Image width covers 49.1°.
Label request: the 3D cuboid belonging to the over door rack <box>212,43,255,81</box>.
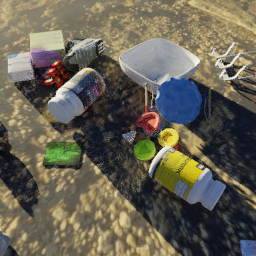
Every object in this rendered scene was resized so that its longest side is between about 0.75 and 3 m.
[{"bbox_3d":[5.629,-3.178,13.421,2.776,0.925,2.051,0,49,0],"label":"over door rack"}]

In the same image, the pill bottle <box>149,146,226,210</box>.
[{"bbox_3d":[1.877,1.611,8.904,2.202,1.226,1.226,31,55,23],"label":"pill bottle"}]

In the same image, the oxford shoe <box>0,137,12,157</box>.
[{"bbox_3d":[-4.926,0.581,10.357,1.361,0.495,0.575,23,48,4],"label":"oxford shoe"}]

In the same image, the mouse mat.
[{"bbox_3d":[-2.379,0.937,10.303,1.350,0.051,1.086,0,48,1],"label":"mouse mat"}]

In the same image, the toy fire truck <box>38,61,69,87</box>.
[{"bbox_3d":[-3.529,-2.421,12.946,1.171,0.782,1.394,-7,43,26],"label":"toy fire truck"}]

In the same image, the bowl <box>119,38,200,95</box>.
[{"bbox_3d":[1.412,-2.766,12.912,2.982,1.113,2.978,-34,57,-26],"label":"bowl"}]

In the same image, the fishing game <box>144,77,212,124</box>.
[{"bbox_3d":[2.022,-1.108,11.361,2.813,0.437,2.014,1,80,-9],"label":"fishing game"}]

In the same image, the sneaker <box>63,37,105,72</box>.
[{"bbox_3d":[-2.603,-3.756,13.962,1.682,1.093,2.913,21,41,24],"label":"sneaker"}]

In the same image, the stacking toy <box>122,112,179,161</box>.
[{"bbox_3d":[0.882,0.464,10.475,1.699,0.793,1.877,-36,52,-3],"label":"stacking toy"}]

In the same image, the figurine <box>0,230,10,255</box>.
[{"bbox_3d":[-4.153,3.136,7.047,0.855,1.937,1.985,28,53,23],"label":"figurine"}]

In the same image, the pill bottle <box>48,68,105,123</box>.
[{"bbox_3d":[-2.078,-1.326,11.469,1.351,1.351,2.321,24,53,20],"label":"pill bottle"}]

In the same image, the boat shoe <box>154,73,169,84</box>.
[{"bbox_3d":[1.431,-2.125,12.660,0.422,0.443,1.231,25,59,24],"label":"boat shoe"}]

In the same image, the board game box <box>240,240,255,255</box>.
[{"bbox_3d":[3.593,3.655,7.759,0.765,0.185,1.011,2,47,2],"label":"board game box"}]

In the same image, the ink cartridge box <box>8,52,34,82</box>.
[{"bbox_3d":[-5.092,-2.903,13.360,1.052,0.613,1.456,-12,49,-10],"label":"ink cartridge box"}]

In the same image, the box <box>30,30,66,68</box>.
[{"bbox_3d":[-4.013,-4.015,14.174,1.626,0.894,1.848,-10,48,-9],"label":"box"}]
